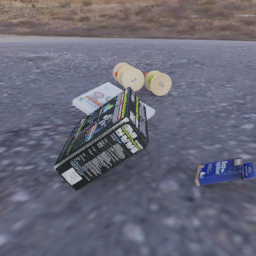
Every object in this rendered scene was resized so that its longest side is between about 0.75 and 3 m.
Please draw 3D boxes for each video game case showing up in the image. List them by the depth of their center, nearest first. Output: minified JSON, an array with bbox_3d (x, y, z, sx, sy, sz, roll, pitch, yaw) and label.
[{"bbox_3d":[-0.393,-0.641,8.730,1.985,0.235,1.806,33,40,17],"label":"video game case"}]

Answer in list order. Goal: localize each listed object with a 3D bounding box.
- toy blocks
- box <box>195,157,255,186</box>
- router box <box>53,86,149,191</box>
[{"bbox_3d":[0.504,-2.357,12.984,2.262,0.986,2.715,6,18,-17],"label":"toy blocks"},{"bbox_3d":[1.923,0.854,5.591,1.093,0.177,0.662,-13,15,24],"label":"box"},{"bbox_3d":[-0.470,0.098,6.124,1.742,0.722,2.324,-34,18,15],"label":"router box"}]
